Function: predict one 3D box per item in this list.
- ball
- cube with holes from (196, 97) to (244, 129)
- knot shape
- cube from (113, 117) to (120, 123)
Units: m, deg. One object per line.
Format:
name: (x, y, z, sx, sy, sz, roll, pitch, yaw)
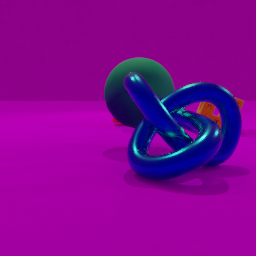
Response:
ball: (0.177, -0.544, 4.432, 1.105, 1.105, 1.105, 0, 6, 0)
cube with holes: (2.101, -0.408, 6.586, 0.779, 0.779, 0.779, 22, 8, 5)
knot shape: (0.527, 0.009, 3.045, 1.515, 0.700, 1.418, 22, 42, 5)
cube: (-0.040, -0.508, 8.487, 0.726, 0.726, 0.726, 2, 2, -11)
